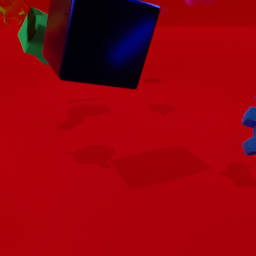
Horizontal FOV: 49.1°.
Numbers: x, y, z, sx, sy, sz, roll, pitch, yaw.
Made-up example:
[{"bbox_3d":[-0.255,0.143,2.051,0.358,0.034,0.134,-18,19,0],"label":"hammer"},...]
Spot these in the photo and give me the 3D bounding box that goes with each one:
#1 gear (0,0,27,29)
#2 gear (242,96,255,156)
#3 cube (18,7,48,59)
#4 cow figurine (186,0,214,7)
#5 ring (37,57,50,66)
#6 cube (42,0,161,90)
[{"bbox_3d":[-2.939,-3.129,6.037,0.341,1.843,1.843,-7,19,19],"label":"gear"},{"bbox_3d":[1.929,0.063,2.917,1.358,1.358,0.251,4,-14,9],"label":"gear"},{"bbox_3d":[-2.252,-2.457,7.454,0.889,0.889,0.889,11,38,-44],"label":"cube"},{"bbox_3d":[0.714,-1.916,3.061,0.510,0.915,0.930,-10,44,-25],"label":"cow figurine"},{"bbox_3d":[-2.351,-2.573,8.806,1.259,1.259,0.252,-10,30,-23],"label":"ring"},{"bbox_3d":[-0.452,-1.346,4.006,1.169,1.169,1.169,2,27,-30],"label":"cube"}]
